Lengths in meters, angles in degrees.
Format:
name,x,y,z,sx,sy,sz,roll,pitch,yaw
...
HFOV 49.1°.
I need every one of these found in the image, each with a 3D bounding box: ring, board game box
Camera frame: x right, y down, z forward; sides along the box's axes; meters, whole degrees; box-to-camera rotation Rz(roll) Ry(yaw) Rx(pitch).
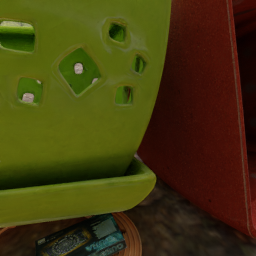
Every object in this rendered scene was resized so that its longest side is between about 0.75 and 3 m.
name,x,y,z,sx,sy,sz,roll,pitch,yaw
ring,-0.807,1.250,2.828,1.891,0.181,1.891,1,18,0
board game box,-0.492,1.167,2.810,0.849,0.120,0.575,-19,20,-14

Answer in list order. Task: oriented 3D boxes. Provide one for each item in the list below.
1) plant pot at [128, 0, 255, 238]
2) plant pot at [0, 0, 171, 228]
name,x,y,z,sx,sy,sz,roll,pitch,yaw
plant pot,1.522,-0.529,4.524,2.951,2.949,2.601,-12,7,-34
plant pot,-1.145,-0.343,3.543,2.734,2.493,2.747,-4,7,-14
